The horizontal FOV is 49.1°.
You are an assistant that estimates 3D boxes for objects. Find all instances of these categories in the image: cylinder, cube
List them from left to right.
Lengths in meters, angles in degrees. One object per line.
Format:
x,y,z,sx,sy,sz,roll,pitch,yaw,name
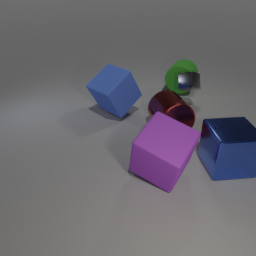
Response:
-0.550,-1.532,11.446,1.400,1.400,1.400,27,69,40,cube
1.009,0.676,7.961,1.400,1.400,1.400,28,54,17,cube
1.608,-0.538,10.557,1.400,1.400,1.400,-7,31,-12,cylinder
2.676,-2.570,13.922,1.400,1.400,1.400,11,29,18,cylinder
2.627,-1.983,12.012,0.700,0.700,0.700,-5,-4,42,cube
3.121,0.605,8.631,1.400,1.400,1.400,-3,31,-6,cube
